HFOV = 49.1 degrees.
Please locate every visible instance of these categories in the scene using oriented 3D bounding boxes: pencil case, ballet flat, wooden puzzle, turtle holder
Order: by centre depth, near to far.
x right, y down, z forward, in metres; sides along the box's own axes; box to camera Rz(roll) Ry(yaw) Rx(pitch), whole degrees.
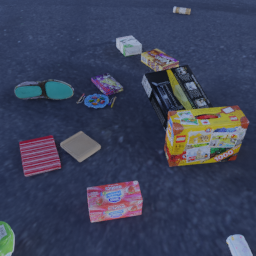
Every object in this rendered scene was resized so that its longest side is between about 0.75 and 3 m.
[{"bbox_3d":[-3.632,3.176,7.202,1.123,1.050,1.478,19,45,19],"label":"turtle holder"},{"bbox_3d":[3.002,3.421,7.339,0.533,0.488,1.175,10,38,-13],"label":"pencil case"},{"bbox_3d":[-1.817,0.710,10.741,1.190,0.222,1.101,35,51,28],"label":"wooden puzzle"},{"bbox_3d":[-3.886,-1.863,13.222,2.715,0.976,0.976,-1,41,-3],"label":"ballet flat"}]

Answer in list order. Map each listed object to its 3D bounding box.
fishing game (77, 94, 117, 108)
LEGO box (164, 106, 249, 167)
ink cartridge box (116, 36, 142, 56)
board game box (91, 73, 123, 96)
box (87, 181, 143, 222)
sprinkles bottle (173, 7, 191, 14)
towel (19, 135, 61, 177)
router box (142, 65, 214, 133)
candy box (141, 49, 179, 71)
[{"bbox_3d":[-1.474,-1.312,13.044,1.697,0.264,1.215,9,39,11],"label":"fishing game"},{"bbox_3d":[2.654,0.304,9.905,2.511,1.870,0.969,-5,41,-5],"label":"LEGO box"},{"bbox_3d":[0.038,-5.008,17.042,1.087,0.628,1.488,-16,43,-18],"label":"ink cartridge box"},{"bbox_3d":[-1.058,-2.220,14.123,0.986,0.265,1.642,-25,47,-20],"label":"board game box"},{"bbox_3d":[-0.408,2.230,8.497,1.582,0.812,0.749,-6,42,-9],"label":"box"},{"bbox_3d":[4.260,-9.285,22.160,1.310,0.447,0.447,15,43,16],"label":"sprinkles bottle"},{"bbox_3d":[-3.282,0.991,10.402,1.291,0.201,1.785,-13,44,-17],"label":"towel"},{"bbox_3d":[2.127,-1.271,11.927,2.198,0.730,2.795,-15,64,-16],"label":"router box"},{"bbox_3d":[1.743,-3.698,15.579,1.151,0.557,1.973,-23,44,-24],"label":"candy box"}]
